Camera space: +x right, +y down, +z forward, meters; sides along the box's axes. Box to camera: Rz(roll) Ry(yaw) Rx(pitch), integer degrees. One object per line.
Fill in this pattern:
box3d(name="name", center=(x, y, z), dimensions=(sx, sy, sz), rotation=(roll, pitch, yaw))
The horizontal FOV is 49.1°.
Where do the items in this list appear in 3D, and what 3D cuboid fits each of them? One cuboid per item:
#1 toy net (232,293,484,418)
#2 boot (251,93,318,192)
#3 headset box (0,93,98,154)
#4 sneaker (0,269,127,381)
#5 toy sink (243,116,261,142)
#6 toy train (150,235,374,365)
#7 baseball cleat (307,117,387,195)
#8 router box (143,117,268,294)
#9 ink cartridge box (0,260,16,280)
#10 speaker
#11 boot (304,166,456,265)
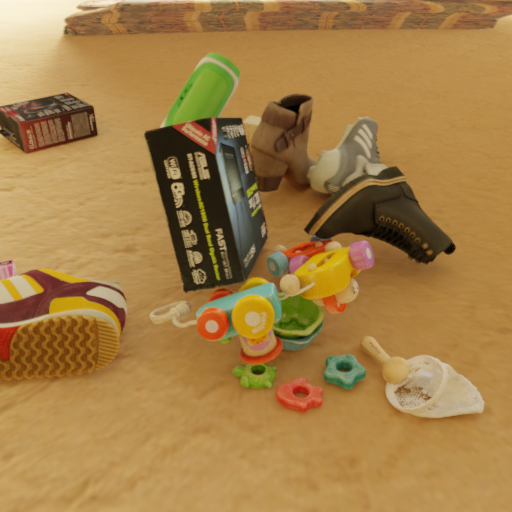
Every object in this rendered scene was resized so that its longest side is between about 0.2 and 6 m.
box3d(name="toy net", center=(1.272, 1.370, 6.945), dimensions=(2.982, 0.576, 1.565), rotation=(14, 35, 22))
box3d(name="boot", center=(0.783, -2.331, 11.291), dimensions=(0.885, 1.843, 2.521), rotation=(28, 33, 23))
box3d(name="headset box", center=(-5.395, -3.384, 14.181), dimensions=(2.167, 0.813, 1.610), rotation=(-25, 40, -33))
box3d(name="sneaker", center=(-3.357, 0.844, 7.417), dimensions=(3.214, 1.205, 1.448), rotation=(3, 26, -8))
box3d(name="toy sink", center=(0.133, -3.148, 14.132), dimensions=(0.872, 0.489, 0.569), rotation=(15, 35, 13))
box3d(name="toy train", center=(0.302, 0.563, 7.763), dimensions=(3.233, 0.899, 2.428), rotation=(-26, 11, -32))
box3d(name="baseball cleat", center=(2.300, -1.951, 11.989), dimensions=(1.699, 1.113, 3.193), rotation=(28, 44, 15))
box3d(name="router box", center=(-0.581, -0.909, 8.304), dimensions=(0.886, 2.136, 2.851), rotation=(-10, 13, 10))
box3d(name="ink cartridge box", center=(-4.037, 0.612, 8.483), dimensions=(0.732, 0.287, 1.546), rotation=(-11, 37, -17))
box3d(name="speaker", center=(-1.090, -2.777, 10.527), dimensions=(0.872, 0.872, 1.972), rotation=(26, 84, 35))
box3d(name="boot", center=(2.043, -0.392, 8.656), dimensions=(2.470, 0.957, 1.709), rotation=(-28, 74, -38))
